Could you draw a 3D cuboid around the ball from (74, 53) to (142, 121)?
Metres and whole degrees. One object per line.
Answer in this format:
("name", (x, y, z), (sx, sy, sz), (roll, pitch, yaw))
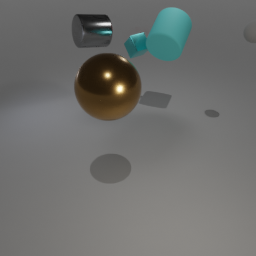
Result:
("ball", (-0.415, -0.847, 5.847), (1.400, 1.400, 1.400), (0, 31, 0))

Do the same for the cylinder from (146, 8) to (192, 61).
("cylinder", (1.551, -3.520, 10.596), (1.400, 1.400, 1.400), (14, 65, 21))

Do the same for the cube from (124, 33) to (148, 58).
("cube", (0.377, -3.395, 11.549), (0.700, 0.700, 0.700), (-23, -1, -27))

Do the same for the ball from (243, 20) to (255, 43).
("ball", (4.011, -3.038, 8.829), (0.700, 0.700, 0.700), (0, 31, 0))

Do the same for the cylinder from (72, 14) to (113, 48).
("cylinder", (-1.608, -4.304, 12.443), (1.400, 1.400, 1.400), (-12, 33, -29))
